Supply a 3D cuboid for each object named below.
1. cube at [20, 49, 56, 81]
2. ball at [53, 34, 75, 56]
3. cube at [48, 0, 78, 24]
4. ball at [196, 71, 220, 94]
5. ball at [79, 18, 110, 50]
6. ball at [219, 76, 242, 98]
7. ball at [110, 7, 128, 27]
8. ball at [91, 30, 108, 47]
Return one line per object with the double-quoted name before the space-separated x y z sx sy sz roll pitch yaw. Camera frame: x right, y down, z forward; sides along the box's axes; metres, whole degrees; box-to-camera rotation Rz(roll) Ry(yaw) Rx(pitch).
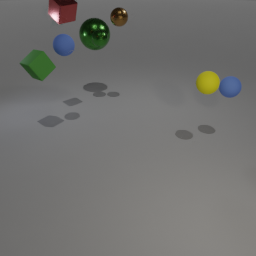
"cube" -2.987 -2.085 9.285 0.700 0.700 0.700 22 66 42
"ball" -2.101 -2.712 9.163 0.700 0.700 0.700 0 28 0
"cube" -2.248 -4.120 9.640 0.700 0.700 0.700 -29 66 -34
"ball" 2.421 -1.373 8.508 0.700 0.700 0.700 0 28 0
"ball" -1.508 -4.254 12.718 1.400 1.400 1.400 0 28 0
"ball" 3.364 -1.350 9.225 0.700 0.700 0.700 0 28 0
"ball" -0.344 -4.320 10.912 0.700 0.700 0.700 0 28 0
"ball" -1.177 -3.747 11.726 0.700 0.700 0.700 0 28 0
